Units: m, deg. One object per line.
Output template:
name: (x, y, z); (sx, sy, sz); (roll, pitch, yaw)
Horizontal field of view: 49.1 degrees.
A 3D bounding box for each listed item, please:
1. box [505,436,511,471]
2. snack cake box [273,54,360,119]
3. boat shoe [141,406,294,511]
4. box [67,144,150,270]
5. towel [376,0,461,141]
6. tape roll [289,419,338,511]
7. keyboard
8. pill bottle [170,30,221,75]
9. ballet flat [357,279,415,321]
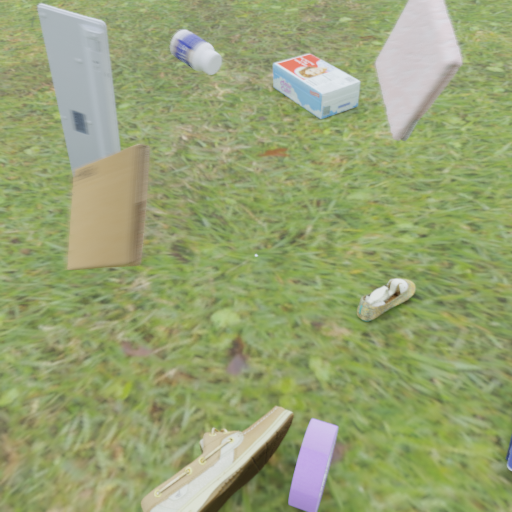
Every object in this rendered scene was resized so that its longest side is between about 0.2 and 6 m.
box: (4.394, 2.780, 8.397); (1.009, 0.270, 1.666); (21, 45, 22)
snack cake box: (1.734, -5.067, 16.583); (1.403, 0.820, 2.440); (-24, 47, -22)
boat shoe: (-0.500, 2.864, 7.829); (0.825, 0.920, 2.486); (37, 54, 27)
box: (-1.987, -0.568, 7.364); (0.192, 1.479, 1.809); (8, -8, -42)
towel: (2.952, -3.599, 10.385); (0.358, 2.119, 2.218); (3, 61, -14)
tape roll: (0.790, 2.856, 7.646); (0.383, 1.167, 1.167); (14, 44, 15)
keyboard: (-2.958, -2.322, 9.885); (1.141, 4.054, 0.216); (24, 51, 13)
pill bottle: (-1.190, -4.052, 11.221); (0.976, 0.584, 0.584); (38, 54, 22)
ballet flat: (2.480, 0.713, 10.497); (1.482, 0.524, 0.524); (-27, 49, -27)
